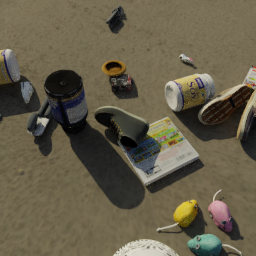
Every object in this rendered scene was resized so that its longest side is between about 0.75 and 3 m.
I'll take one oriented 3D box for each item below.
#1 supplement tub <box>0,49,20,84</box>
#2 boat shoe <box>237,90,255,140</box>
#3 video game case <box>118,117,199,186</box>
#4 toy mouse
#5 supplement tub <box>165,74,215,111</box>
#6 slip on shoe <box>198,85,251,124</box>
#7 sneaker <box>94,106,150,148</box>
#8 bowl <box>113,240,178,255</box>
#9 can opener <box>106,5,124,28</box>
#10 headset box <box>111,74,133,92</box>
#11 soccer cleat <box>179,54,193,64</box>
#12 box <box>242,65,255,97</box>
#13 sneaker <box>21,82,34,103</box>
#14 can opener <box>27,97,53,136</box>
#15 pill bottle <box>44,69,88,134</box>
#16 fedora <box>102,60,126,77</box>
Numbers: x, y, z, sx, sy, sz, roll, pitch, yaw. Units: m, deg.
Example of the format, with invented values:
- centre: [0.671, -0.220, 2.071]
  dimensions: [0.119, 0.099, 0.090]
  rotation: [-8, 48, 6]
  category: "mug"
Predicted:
- centre: [-5.927, -2.598, 12.286]
  dimensions: [1.971, 1.433, 1.433]
  rotation: [-11, 54, -9]
  category: "supplement tub"
- centre: [5.029, -0.504, 11.049]
  dimensions: [0.882, 0.979, 2.721]
  rotation: [22, 50, 21]
  category: "boat shoe"
- centre: [1.107, 0.786, 10.517]
  dimensions: [2.323, 0.266, 2.114]
  rotation: [-24, 57, -16]
  category: "video game case"
- centre: [2.595, 3.053, 8.672]
  dimensions: [2.556, 0.495, 2.272]
  rotation: [-37, 61, -24]
  category: "toy mouse"
- centre: [2.547, -1.497, 11.573]
  dimensions: [1.746, 1.270, 1.270]
  rotation: [-18, 55, -13]
  category: "supplement tub"
- centre: [3.853, -0.996, 11.560]
  dimensions: [2.597, 0.987, 0.787]
  rotation: [-35, 20, -14]
  category: "slip on shoe"
- centre: [-0.422, -0.068, 10.408]
  dimensions: [2.247, 0.840, 1.194]
  rotation: [16, 41, 17]
  category: "sneaker"
- centre: [0.538, 4.153, 7.419]
  dimensions: [2.581, 1.211, 2.581]
  rotation: [0, 54, 0]
  category: "bowl"
- centre: [-0.788, -6.239, 15.715]
  dimensions: [0.617, 0.492, 1.846]
  rotation: [-3, 46, 40]
  category: "can opener"
- centre: [-0.269, -2.027, 12.532]
  dimensions: [0.971, 0.375, 0.723]
  rotation: [-3, 53, -4]
  category: "headset box"
- centre: [2.806, -3.297, 13.573]
  dimensions: [0.342, 0.277, 0.793]
  rotation: [-36, 56, -14]
  category: "soccer cleat"
- centre: [6.483, -1.664, 12.192]
  dimensions: [2.783, 0.483, 1.532]
  rotation: [25, 57, 18]
  category: "box"
- centre: [-4.361, -1.579, 12.183]
  dimensions: [0.486, 0.461, 1.207]
  rotation: [-7, 55, -17]
  category: "sneaker"
- centre: [-3.390, -0.675, 11.285]
  dimensions: [0.603, 0.756, 2.262]
  rotation: [10, 54, 8]
  category: "can opener"
- centre: [-2.200, -0.868, 10.408]
  dimensions: [1.335, 2.388, 1.335]
  rotation: [0, 53, 0]
  category: "pill bottle"
- centre: [-0.632, -2.634, 12.919]
  dimensions: [1.185, 0.483, 1.185]
  rotation: [-2, 51, 2]
  category: "fedora"
